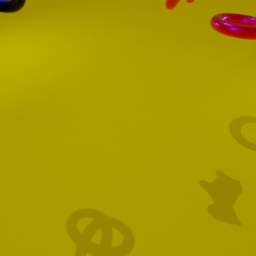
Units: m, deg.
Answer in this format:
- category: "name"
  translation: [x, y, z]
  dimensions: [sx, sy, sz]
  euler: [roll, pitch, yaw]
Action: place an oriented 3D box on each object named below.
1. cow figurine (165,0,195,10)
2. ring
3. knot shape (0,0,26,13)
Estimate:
- category: "cow figurine"
  translation: [0.842, -2.478, 4.433]
  dimensions: [1.144, 1.126, 0.628]
  euler: [-26, 73, -26]
- category: "ring"
  translation: [2.578, -2.345, 6.416]
  dimensions: [1.380, 0.276, 1.380]
  euler: [4, 35, -3]
- category: "knot shape"
  translation: [-1.803, -1.939, 3.670]
  dimensions: [0.579, 1.254, 1.174]
  euler: [53, 34, -7]
